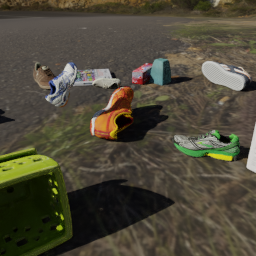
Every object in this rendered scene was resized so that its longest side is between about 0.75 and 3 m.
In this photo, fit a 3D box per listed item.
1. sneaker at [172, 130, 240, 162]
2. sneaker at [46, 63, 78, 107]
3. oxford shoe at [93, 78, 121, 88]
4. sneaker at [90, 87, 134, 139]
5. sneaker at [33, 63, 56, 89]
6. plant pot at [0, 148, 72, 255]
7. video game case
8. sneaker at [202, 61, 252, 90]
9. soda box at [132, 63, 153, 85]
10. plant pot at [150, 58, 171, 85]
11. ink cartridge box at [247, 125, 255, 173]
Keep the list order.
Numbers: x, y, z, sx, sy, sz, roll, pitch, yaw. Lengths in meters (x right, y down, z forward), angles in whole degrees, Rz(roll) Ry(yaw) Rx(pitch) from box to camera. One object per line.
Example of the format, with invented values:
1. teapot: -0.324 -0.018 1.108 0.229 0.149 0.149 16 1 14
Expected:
1. sneaker: 2.247 0.376 8.106 1.903 0.810 0.742 5 28 11
2. sneaker: -1.947 -1.353 8.206 0.631 1.432 0.539 25 -20 -35
3. oxford shoe: -1.015 -2.098 13.387 1.375 0.517 0.397 0 59 1
4. sneaker: -0.264 -0.493 9.764 1.153 1.091 2.990 14 39 12
5. sneaker: -4.097 -2.573 13.775 0.845 0.906 2.398 -20 33 -34
6. plant pot: -2.180 1.373 5.301 1.681 1.689 1.533 -16 24 -29
7. video game case: -1.877 -2.673 14.715 1.970 0.248 2.162 -4 28 -8
8. sneaker: 4.874 -2.629 13.836 1.001 0.989 2.521 -24 46 -30
9. soda box: 0.858 -2.838 14.576 0.585 0.646 1.846 13 30 23
10. plant pot: 1.646 -2.854 14.063 0.813 1.151 0.814 21 34 36
11. ink cartridge box: 4.149 0.110 6.594 1.093 2.637 1.935 -18 32 -31
